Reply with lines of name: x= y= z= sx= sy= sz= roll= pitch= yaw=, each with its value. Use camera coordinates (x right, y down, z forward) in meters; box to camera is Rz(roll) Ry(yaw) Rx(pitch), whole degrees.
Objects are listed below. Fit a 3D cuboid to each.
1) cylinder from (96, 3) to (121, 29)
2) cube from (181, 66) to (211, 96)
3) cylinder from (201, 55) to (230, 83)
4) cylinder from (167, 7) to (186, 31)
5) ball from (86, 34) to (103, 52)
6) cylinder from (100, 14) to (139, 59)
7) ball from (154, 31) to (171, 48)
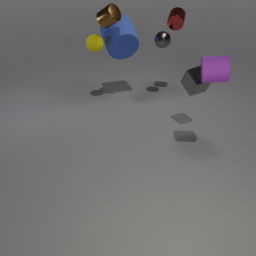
cylinder: x=-0.735 y=-4.291 z=10.757 sx=0.700 sy=0.700 sz=0.700 roll=-15 pitch=15 yaw=41
cube: x=2.381 y=-1.642 z=9.749 sx=0.700 sy=0.700 sz=0.700 roll=-18 pitch=67 yaw=-19
cylinder: x=2.339 y=-1.581 z=7.546 sx=0.700 sy=0.700 sz=0.700 roll=-1 pitch=29 yaw=12
cylinder: x=2.043 y=-4.597 z=11.804 sx=0.700 sy=0.700 sz=0.700 roll=8 pitch=51 yaw=13
ball: x=-1.369 y=-3.475 z=11.472 sx=0.700 sy=0.700 sz=0.700 roll=0 pitch=29 yaw=0
cylinder: x=-0.371 y=-3.966 z=12.161 sx=1.400 sy=1.400 sz=1.400 roll=-9 pitch=58 yaw=-16
ball: x=1.469 y=-3.740 z=11.876 sx=0.700 sy=0.700 sz=0.700 roll=0 pitch=29 yaw=0
